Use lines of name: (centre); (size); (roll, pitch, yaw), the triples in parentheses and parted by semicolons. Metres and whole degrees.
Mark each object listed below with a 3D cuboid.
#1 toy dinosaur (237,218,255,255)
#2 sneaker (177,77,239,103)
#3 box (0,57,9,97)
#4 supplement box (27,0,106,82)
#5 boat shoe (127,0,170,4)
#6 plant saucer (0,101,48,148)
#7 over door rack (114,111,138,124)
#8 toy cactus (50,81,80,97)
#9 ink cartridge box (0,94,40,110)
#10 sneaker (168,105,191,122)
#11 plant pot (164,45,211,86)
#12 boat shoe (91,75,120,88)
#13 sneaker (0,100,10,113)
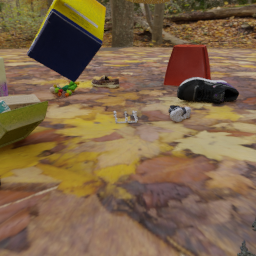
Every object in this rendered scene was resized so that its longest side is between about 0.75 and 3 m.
toy dinosaur: (1.820, 1.520, 3.483); (0.700, 0.377, 1.589); (24, 33, 36)
sneaker: (3.219, -1.441, 11.081); (2.522, 0.955, 1.104); (-7, 26, -18)
box: (-5.796, -1.779, 10.688); (1.994, 1.754, 0.964); (-17, 26, -40)
supplement box: (-1.416, -2.435, 6.878); (1.247, 1.239, 2.277); (29, 35, -25)
boat shoe: (-0.507, -3.118, 5.669); (2.893, 0.861, 1.039); (1, 15, -7)
plant saucer: (-2.768, 0.032, 6.747); (1.553, 0.372, 1.551); (-35, -4, 37)
over door rack: (-0.091, -0.415, 9.005); (0.710, 0.320, 0.961); (-1, 19, -6)
toy cactus: (-2.961, -1.814, 12.558); (1.299, 0.805, 1.575); (-2, 26, 24)
ink cartridge box: (-3.782, -0.688, 9.373); (1.531, 0.575, 1.262); (-9, 20, -24)
sneaker: (1.526, -0.484, 9.076); (0.643, 0.427, 1.130); (15, 19, 38)
plant pot: (3.273, -3.390, 14.943); (2.259, 1.991, 2.257); (7, 21, 18)
boat shoe: (-1.142, -2.375, 14.154); (1.631, 0.587, 0.588); (12, 23, 31)
sneaker: (-3.829, -0.158, 6.944); (2.099, 0.981, 0.739); (-10, 18, 5)
